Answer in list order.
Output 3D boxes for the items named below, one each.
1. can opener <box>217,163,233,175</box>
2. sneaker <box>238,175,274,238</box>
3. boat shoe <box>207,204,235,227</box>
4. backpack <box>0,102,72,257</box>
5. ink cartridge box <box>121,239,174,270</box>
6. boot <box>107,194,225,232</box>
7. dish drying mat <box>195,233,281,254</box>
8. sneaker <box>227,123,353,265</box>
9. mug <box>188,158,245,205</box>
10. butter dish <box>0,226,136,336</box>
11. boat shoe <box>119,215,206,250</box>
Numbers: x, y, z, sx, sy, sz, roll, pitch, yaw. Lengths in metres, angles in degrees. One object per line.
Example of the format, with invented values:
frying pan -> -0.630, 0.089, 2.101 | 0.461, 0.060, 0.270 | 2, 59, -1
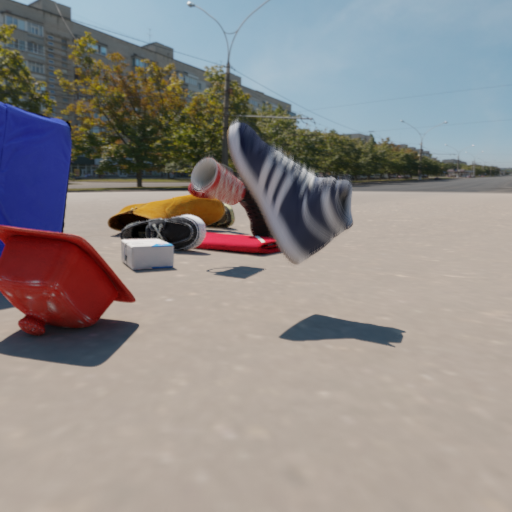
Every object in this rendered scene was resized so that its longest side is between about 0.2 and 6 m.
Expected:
can opener -> -1.009, -2.422, 16.093 | 0.316, 0.396, 1.185 | -24, 32, -21
sneaker -> -0.004, -1.128, 12.540 | 0.647, 1.716, 0.680 | -12, 6, 12
boat shoe -> -1.325, -1.171, 16.836 | 0.654, 0.711, 1.990 | -15, 13, -29
backpack -> -4.752, -1.216, 9.224 | 2.675, 2.590, 3.188 | 14, -6, -39
ink cartridge box -> -1.923, -0.045, 9.822 | 0.720, 0.422, 0.984 | -3, 8, -24
boot -> -2.362, -1.010, 15.114 | 2.879, 1.013, 2.061 | -3, 14, 5
dish drying mat -> -0.791, -0.319, 12.196 | 2.993, 0.272, 1.150 | 7, 12, 36
sneaker -> 0.439, -0.920, 6.480 | 0.991, 1.826, 0.640 | -31, -8, 26
mug -> -0.717, -1.289, 9.976 | 0.783, 0.588, 0.882 | 6, -12, 38
butter dish -> -2.092, 0.374, 5.704 | 1.245, 0.923, 1.249 | 8, -32, 23
boat shoe -> -2.002, -0.471, 11.733 | 2.056, 0.738, 0.697 | 3, 8, 34
